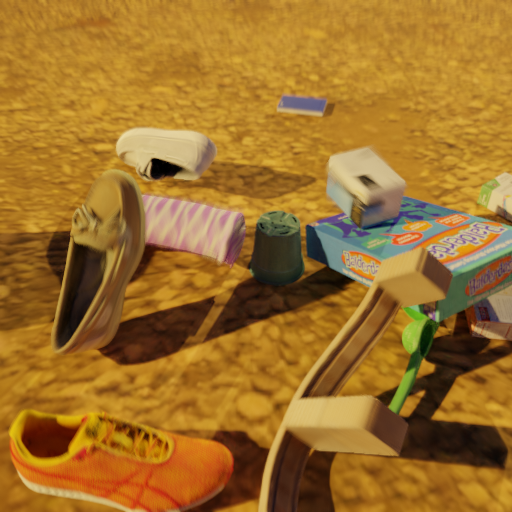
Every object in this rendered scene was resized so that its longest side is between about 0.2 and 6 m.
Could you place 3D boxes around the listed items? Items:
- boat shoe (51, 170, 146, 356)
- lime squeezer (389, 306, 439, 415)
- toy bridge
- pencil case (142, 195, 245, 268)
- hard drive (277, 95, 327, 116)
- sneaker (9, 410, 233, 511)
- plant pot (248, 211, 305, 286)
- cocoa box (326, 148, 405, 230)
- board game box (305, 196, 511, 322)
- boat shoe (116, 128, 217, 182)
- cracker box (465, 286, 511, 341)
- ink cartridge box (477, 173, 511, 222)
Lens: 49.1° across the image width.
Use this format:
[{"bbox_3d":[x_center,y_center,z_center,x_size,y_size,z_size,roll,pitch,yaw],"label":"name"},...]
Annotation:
[{"bbox_3d":[-2.321,0.095,8.039,0.987,2.705,0.851,20,9,19],"label":"boat shoe"},{"bbox_3d":[2.166,1.016,8.454,1.245,0.665,3.525,2,39,-3],"label":"lime squeezer"},{"bbox_3d":[0.955,1.957,6.542,0.654,1.615,4.806,39,59,-16],"label":"toy bridge"},{"bbox_3d":[-1.319,-0.454,9.975,2.350,0.986,1.005,12,65,13],"label":"pencil case"},{"bbox_3d":[1.215,-3.970,14.763,1.198,0.152,0.790,9,41,11],"label":"hard drive"},{"bbox_3d":[-1.613,2.379,6.582,2.688,1.037,0.981,3,36,0],"label":"sneaker"},{"bbox_3d":[0.371,-0.183,9.649,1.004,0.984,1.004,0,40,0],"label":"plant pot"},{"bbox_3d":[1.797,-1.134,9.349,0.778,0.765,1.167,-17,45,-17],"label":"cocoa box"},{"bbox_3d":[2.590,-0.139,9.113,2.273,0.672,2.989,-19,28,-28],"label":"board game box"},{"bbox_3d":[-2.031,-1.993,11.712,2.709,0.975,0.928,11,64,30],"label":"boat shoe"},{"bbox_3d":[4.071,0.872,8.834,1.433,0.413,0.960,6,41,5],"label":"cracker box"},{"bbox_3d":[5.148,-1.115,11.140,0.808,0.469,1.116,-26,47,-28],"label":"ink cartridge box"}]
